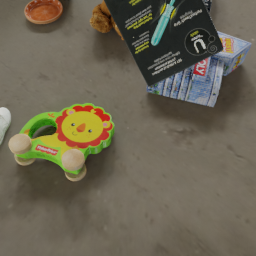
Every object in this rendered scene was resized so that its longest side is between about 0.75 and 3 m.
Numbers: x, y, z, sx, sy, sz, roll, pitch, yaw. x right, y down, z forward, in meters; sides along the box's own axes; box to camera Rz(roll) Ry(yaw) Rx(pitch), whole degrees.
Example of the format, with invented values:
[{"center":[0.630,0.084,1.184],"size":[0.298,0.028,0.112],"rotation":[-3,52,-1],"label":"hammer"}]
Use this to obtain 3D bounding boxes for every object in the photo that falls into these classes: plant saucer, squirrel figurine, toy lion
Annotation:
[{"center":[-3.313,-4.614,11.078],"size":[1.477,0.238,1.477],"rotation":[0,60,0],"label":"plant saucer"},{"center":[-0.531,-3.988,10.346],"size":[1.714,1.213,1.599],"rotation":[-18,71,6],"label":"squirrel figurine"},{"center":[-1.712,0.164,8.012],"size":[2.456,0.843,2.354],"rotation":[15,53,9],"label":"toy lion"}]

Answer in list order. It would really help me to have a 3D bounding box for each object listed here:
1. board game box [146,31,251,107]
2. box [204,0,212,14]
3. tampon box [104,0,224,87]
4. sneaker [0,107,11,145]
[{"center":[2.400,-2.248,9.272],"size":[2.966,0.915,2.967],"rotation":[13,60,9],"label":"board game box"},{"center":[2.168,-5.433,11.357],"size":[2.475,0.569,1.967],"rotation":[12,60,7],"label":"box"},{"center":[0.786,-2.389,6.088],"size":[1.729,2.307,1.457],"rotation":[-24,12,23],"label":"tampon box"},{"center":[-3.842,-0.192,8.147],"size":[0.493,0.774,1.339],"rotation":[-1,58,1],"label":"sneaker"}]
